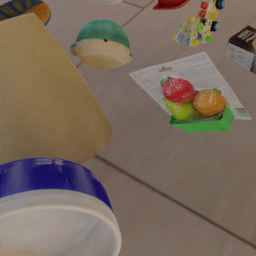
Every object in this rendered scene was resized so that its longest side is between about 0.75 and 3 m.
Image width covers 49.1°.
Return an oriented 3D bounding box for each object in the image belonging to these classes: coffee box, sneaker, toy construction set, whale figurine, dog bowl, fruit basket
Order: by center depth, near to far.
[{"bbox_3d":[-1.181,1.409,3.668,2.071,2.071,0.816,-15,38,-11],"label":"dog bowl"},{"bbox_3d":[1.224,-0.683,5.499,1.761,1.901,0.891,-5,49,48],"label":"fruit basket"},{"bbox_3d":[-0.583,-1.819,6.311,1.408,1.770,0.918,6,89,-9],"label":"whale figurine"},{"bbox_3d":[3.261,-1.838,6.921,0.814,0.575,1.440,-36,61,-21],"label":"coffee box"},{"bbox_3d":[-3.245,-2.218,7.494,2.975,1.311,1.120,-41,79,-6],"label":"sneaker"},{"bbox_3d":[2.255,-3.435,8.280,1.419,2.164,0.997,1,32,-43],"label":"toy construction set"}]

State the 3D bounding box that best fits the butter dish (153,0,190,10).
[{"bbox_3d":[1.235,-3.801,7.148,1.419,1.052,1.423,-41,31,-4],"label":"butter dish"}]

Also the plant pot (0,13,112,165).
[{"bbox_3d":[-1.957,-0.736,5.689,2.574,2.749,2.574,-14,25,7],"label":"plant pot"}]

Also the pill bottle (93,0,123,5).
[{"bbox_3d":[-0.361,-4.297,7.231,1.408,1.408,2.589,6,42,5],"label":"pill bottle"}]
